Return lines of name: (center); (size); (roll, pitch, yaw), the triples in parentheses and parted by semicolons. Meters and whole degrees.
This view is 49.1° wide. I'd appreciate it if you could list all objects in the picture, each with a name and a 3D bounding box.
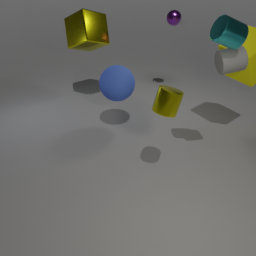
cylinder: (2.633, -2.493, 7.318); (0.700, 0.700, 0.700); (15, 25, -20)
cube: (-1.877, -4.427, 12.831); (1.400, 1.400, 1.400); (-5, 4, 42)
cube: (4.383, -2.637, 10.205); (1.400, 1.400, 1.400); (-39, 45, -9)
cylinder: (2.920, -1.923, 7.955); (0.700, 0.700, 0.700); (-12, 31, 1)
ball: (-0.425, -1.741, 10.941); (1.400, 1.400, 1.400); (0, 30, 0)
ball: (2.171, -5.198, 13.218); (0.700, 0.700, 0.700); (0, 30, 0)
cylinder: (1.075, -0.728, 7.601); (0.700, 0.700, 0.700); (14, 21, -6)
